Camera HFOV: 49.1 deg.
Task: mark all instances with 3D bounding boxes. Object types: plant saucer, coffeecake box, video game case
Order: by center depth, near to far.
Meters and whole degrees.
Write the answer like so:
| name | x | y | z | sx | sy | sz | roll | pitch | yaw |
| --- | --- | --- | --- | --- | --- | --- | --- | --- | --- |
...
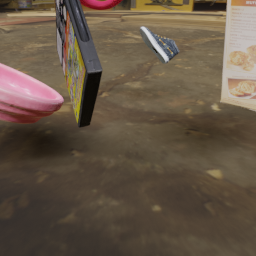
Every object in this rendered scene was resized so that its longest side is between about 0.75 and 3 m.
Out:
| name | x | y | z | sx | sy | sz | roll | pitch | yaw |
| --- | --- | --- | --- | --- | --- | --- | --- | --- | --- |
| video game case | -0.660 | -0.878 | 3.488 | 0.189 | 1.479 | 1.337 | -13 | 73 | -18 |
| coffeecake box | 2.387 | -1.798 | 4.751 | 0.880 | 2.408 | 1.848 | 19 | 46 | 33 |
| plant saucer | -2.505 | -0.764 | 5.226 | 2.537 | 0.643 | 2.537 | 24 | 8 | -4 |

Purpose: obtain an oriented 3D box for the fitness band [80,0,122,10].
| name | x | y | z | sx | sy | sz | roll | pitch | yaw |
| --- | --- | --- | --- | --- | --- | --- | --- | --- | --- |
| fitness band | -0.601 | -3.803 | 7.115 | 1.421 | 0.370 | 1.979 | 12 | -24 | -34 |

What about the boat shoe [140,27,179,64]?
| name | x | y | z | sx | sy | sz | roll | pitch | yaw |
| --- | --- | --- | --- | --- | --- | --- | --- | --- | --- |
| boat shoe | 0.961 | -2.646 | 8.601 | 0.611 | 1.346 | 0.476 | -38 | 0 | -11 |
